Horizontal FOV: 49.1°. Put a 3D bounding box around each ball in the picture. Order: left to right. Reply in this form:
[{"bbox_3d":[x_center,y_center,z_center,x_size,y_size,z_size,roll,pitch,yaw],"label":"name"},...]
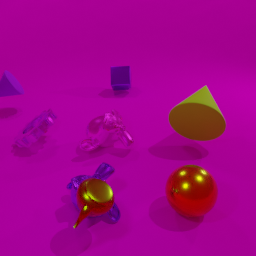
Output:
[{"bbox_3d":[1.254,1.240,5.563,1.024,1.024,1.024,0,28,0],"label":"ball"}]

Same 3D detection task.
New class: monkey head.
[{"bbox_3d":[-0.653,1.243,5.647,1.387,0.836,0.998,28,55,24],"label":"monkey head"},{"bbox_3d":[-0.509,0.199,7.755,1.291,1.082,1.795,49,29,4],"label":"monkey head"}]

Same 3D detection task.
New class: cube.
[{"bbox_3d":[-0.272,-2.009,11.384,0.788,0.788,0.788,-2,-8,4],"label":"cube"}]

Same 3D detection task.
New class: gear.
[{"bbox_3d":[-2.616,-0.001,7.927,1.353,0.250,1.353,-30,26,16],"label":"gear"}]

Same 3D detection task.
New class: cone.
[{"bbox_3d":[-4.258,-1.293,9.558,0.970,0.967,0.967,-34,32,1],"label":"cone"},{"bbox_3d":[2.060,-0.688,7.874,1.509,1.509,1.515,10,53,19],"label":"cone"}]

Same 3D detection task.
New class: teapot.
[{"bbox_3d":[-0.602,1.236,4.772,0.675,0.532,1.086,35,31,1],"label":"teapot"}]
